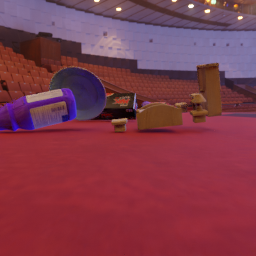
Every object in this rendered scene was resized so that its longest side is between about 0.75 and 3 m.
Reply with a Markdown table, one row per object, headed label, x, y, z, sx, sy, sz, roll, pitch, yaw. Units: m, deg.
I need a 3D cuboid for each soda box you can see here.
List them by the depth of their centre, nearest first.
| label | x | y | z | sx | sy | sz | roll | pitch | yaw |
| --- | --- | --- | --- | --- | --- | --- | --- | --- | --- |
| soda box | -0.932 | -0.920 | 12.074 | 2.594 | 0.918 | 0.822 | 0 | -34 | 10 |

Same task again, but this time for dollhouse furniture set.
| label | x | y | z | sx | sy | sz | roll | pitch | yaw |
| --- | --- | --- | --- | --- | --- | --- | --- | --- | --- |
| dollhouse furniture set | 0.893 | -0.850 | 7.126 | 2.615 | 1.277 | 2.230 | -6 | 10 | 1 |

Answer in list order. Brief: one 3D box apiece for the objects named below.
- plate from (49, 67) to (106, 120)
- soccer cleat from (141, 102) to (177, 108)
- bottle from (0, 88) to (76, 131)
| label | x | y | z | sx | sy | sz | roll | pitch | yaw |
| --- | --- | --- | --- | --- | --- | --- | --- | --- | --- |
| plate | -1.292 | -0.890 | 7.288 | 1.531 | 1.531 | 0.196 | 1 | 32 | 9 |
| soccer cleat | 1.014 | -0.672 | 9.006 | 1.312 | 0.480 | 0.447 | 23 | 48 | 29 |
| bottle | -2.184 | -0.357 | 6.422 | 1.939 | 0.810 | 0.633 | -16 | 53 | -18 |
